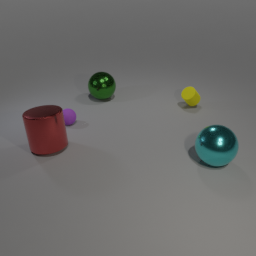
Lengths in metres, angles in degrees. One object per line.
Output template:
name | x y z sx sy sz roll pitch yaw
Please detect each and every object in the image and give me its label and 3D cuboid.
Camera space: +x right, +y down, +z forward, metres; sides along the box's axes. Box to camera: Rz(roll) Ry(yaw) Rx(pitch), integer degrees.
ball | 2.960 0.582 9.385 1.400 1.400 1.400 0 30 0
cylinder | 2.964 -1.487 13.191 0.700 0.700 0.700 -17 58 29
ball | -1.303 -2.110 14.009 1.400 1.400 1.400 0 30 0
ball | -2.551 -0.483 11.915 0.700 0.700 0.700 0 30 0
cylinder | -2.983 0.035 10.191 1.400 1.400 1.400 -4 24 2
